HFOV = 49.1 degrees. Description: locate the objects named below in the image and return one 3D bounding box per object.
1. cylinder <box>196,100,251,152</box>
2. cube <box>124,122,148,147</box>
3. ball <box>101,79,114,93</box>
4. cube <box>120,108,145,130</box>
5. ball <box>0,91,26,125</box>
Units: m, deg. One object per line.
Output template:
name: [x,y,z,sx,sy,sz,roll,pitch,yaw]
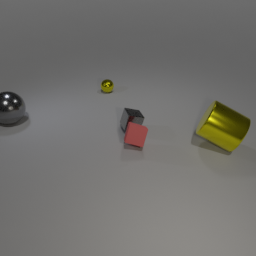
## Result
cylinder: [3.406,-0.070,10.113,1.400,1.400,1.400,30,36,4]
cube: [0.285,0.232,10.336,0.700,0.700,0.700,15,7,-5]
ball: [-1.088,-2.211,14.715,0.700,0.700,0.700,0,31,0]
cube: [0.160,-0.328,11.444,0.700,0.700,0.700,8,27,-23]
ball: [-5.056,-0.844,11.807,1.400,1.400,1.400,0,31,0]
